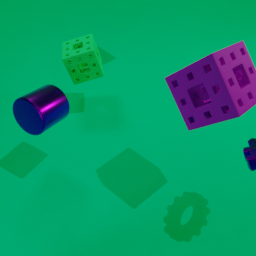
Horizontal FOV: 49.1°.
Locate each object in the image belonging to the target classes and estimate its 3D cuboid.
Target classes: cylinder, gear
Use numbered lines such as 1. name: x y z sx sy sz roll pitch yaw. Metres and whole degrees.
1. cylinder: -1.978 -0.429 6.442 0.915 0.915 0.915 24 37 18
2. gear: 2.753 0.403 4.955 1.293 0.239 1.293 -21 21 8

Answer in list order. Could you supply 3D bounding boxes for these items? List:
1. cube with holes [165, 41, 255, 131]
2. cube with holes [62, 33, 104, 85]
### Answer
1. cube with holes: 1.641 -0.775 5.277 1.123 1.123 1.123 -28 95 -37
2. cube with holes: -1.274 -1.952 7.957 0.893 0.893 0.893 -15 47 5
